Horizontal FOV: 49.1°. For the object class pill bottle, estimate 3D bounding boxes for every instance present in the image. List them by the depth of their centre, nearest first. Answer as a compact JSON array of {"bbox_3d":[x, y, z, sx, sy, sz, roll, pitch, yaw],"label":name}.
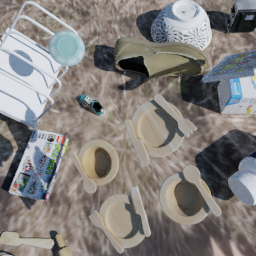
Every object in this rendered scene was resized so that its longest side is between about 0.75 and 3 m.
[{"bbox_3d":[3.541,1.018,7.002,2.017,1.120,1.120,-33,69,-14],"label":"pill bottle"}]

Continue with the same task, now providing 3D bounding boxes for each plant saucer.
[{"bbox_3d":[-1.375,-1.826,6.346,0.821,0.158,0.821,1,88,-16],"label":"plant saucer"}]

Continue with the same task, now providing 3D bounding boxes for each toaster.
[{"bbox_3d":[3.927,-3.741,9.366,1.092,0.987,0.648,-3,64,-1],"label":"toaster"}]

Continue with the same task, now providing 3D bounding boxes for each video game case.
[{"bbox_3d":[2.663,-1.516,6.681,1.261,1.385,0.159,-41,114,-28],"label":"video game case"}]

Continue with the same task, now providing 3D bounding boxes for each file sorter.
[{"bbox_3d":[-2.617,-1.735,7.495,1.824,1.637,2.629,30,53,-27],"label":"file sorter"}]

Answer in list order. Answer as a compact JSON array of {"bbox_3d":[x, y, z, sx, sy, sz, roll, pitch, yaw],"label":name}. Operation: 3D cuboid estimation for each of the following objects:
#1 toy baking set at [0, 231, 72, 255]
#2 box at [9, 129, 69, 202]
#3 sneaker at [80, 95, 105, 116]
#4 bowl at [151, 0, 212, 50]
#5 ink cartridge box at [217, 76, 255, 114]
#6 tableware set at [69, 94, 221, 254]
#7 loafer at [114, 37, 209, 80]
[{"bbox_3d":[-2.095,3.307,6.368,1.829,0.277,2.383,-21,66,-10],"label":"toy baking set"},{"bbox_3d":[-2.334,0.962,7.476,0.993,0.313,1.805,12,65,6],"label":"box"},{"bbox_3d":[-1.054,-0.741,8.262,0.945,0.378,0.337,36,70,16],"label":"sneaker"},{"bbox_3d":[1.840,-3.528,9.271,2.105,0.988,2.105,0,65,0],"label":"bowl"},{"bbox_3d":[3.435,-1.038,8.060,1.357,0.999,0.982,1,64,1],"label":"ink cartridge box"},{"bbox_3d":[0.168,0.808,4.627,2.448,0.284,2.045,-31,79,20],"label":"tableware set"},{"bbox_3d":[0.918,-1.966,8.516,2.963,1.127,0.999,11,65,16],"label":"loafer"}]
